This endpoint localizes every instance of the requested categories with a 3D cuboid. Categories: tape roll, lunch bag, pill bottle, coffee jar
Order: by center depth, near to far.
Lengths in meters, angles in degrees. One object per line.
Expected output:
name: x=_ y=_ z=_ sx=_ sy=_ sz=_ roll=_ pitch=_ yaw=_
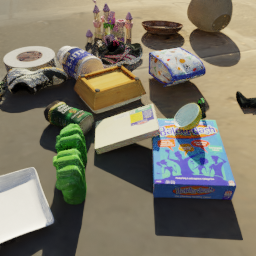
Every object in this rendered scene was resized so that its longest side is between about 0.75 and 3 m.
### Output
coffee jar: x=-2.150 y=-0.373 z=10.043 sx=1.727 sy=0.737 sz=0.900 roll=22 pitch=44 yaw=25
lunch bag: x=2.119 y=-2.615 z=12.360 sx=1.775 sy=1.293 sz=2.088 roll=-17 pitch=36 yaw=-20
pill bottle: x=-2.253 y=-2.910 z=12.698 sx=1.311 sy=1.311 sz=2.191 roll=-29 pitch=46 yaw=-31
tape roll: x=-4.606 y=-3.078 z=13.328 sx=2.323 sy=0.768 sz=2.323 roll=-1 pitch=39 yaw=1

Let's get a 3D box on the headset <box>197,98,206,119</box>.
headset: x=2.637 y=-0.541 z=9.955 sx=0.502 sy=1.068 sz=0.659 roll=3 pitch=36 yaw=-1

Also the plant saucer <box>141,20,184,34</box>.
plant saucer: x=2.079 y=-6.160 z=17.122 sx=2.596 sy=0.447 sz=2.596 roll=1 pitch=30 yaw=-1

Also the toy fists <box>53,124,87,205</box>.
toy fists: x=-1.645 y=0.896 z=8.064 sx=0.860 sy=1.275 sz=2.502 roll=-3 pitch=39 yaw=-4

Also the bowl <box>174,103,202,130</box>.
bowl: x=1.997 y=-0.267 z=8.955 sx=0.951 sy=0.512 sz=0.951 roll=-34 pitch=32 yaw=25

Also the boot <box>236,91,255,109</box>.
boot: x=4.861 y=-1.150 z=11.308 sx=0.770 sy=0.348 sz=0.939 roll=-4 pitch=47 yaw=-1

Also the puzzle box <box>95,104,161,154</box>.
puzzle box: x=-0.054 y=0.005 z=9.385 sx=2.181 sy=0.277 sz=1.451 roll=-17 pitch=37 yaw=10

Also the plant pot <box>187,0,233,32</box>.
plant pot: x=5.145 y=-6.828 z=16.753 sx=2.694 sy=2.694 sz=1.808 roll=-13 pitch=60 yaw=-15

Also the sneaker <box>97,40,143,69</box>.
sneaker: x=-0.327 y=-3.779 z=13.805 sx=1.171 sy=1.258 sz=2.914 roll=29 pitch=47 yaw=29

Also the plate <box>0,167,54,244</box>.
plate: x=-3.136 y=2.060 z=7.224 sx=1.972 sy=0.319 sz=1.967 roll=-15 pitch=48 yaw=-26

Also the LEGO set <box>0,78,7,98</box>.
LEGO set: x=-5.631 y=-1.420 z=11.685 sx=1.685 sy=0.477 sz=1.094 roll=-40 pitch=50 yaw=-22

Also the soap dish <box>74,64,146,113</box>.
soap dish: x=-0.754 y=-1.675 z=11.444 sx=2.414 sy=0.980 sz=1.899 roll=-21 pitch=43 yaw=-24

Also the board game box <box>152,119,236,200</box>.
board game box: x=1.834 y=0.820 z=8.642 sx=2.190 sy=0.648 sz=2.880 roll=1 pitch=39 yaw=2

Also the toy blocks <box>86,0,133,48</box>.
toy blocks: x=-1.149 y=-5.956 z=15.833 sx=2.279 sy=2.053 sz=2.439 roll=22 pitch=44 yaw=24

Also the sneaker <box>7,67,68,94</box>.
sneaker: x=-3.841 y=-1.909 z=11.996 sx=2.500 sy=0.945 sz=1.096 roll=-5 pitch=60 yaw=-8
